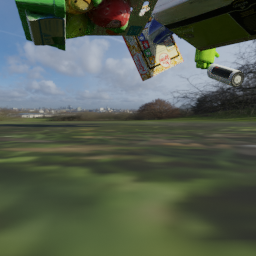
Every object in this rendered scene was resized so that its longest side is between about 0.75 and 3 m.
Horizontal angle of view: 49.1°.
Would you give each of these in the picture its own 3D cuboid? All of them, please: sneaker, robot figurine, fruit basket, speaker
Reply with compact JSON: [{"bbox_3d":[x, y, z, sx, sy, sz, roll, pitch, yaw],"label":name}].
[{"bbox_3d":[1.634,-3.436,9.171,0.983,2.434,1.406,-20,-53,44],"label":"sneaker"},{"bbox_3d":[3.058,-3.009,11.066,1.172,1.336,0.773,4,6,-34],"label":"robot figurine"},{"bbox_3d":[-0.819,-2.514,5.941,2.927,1.372,2.711,2,-10,-13],"label":"fruit basket"},{"bbox_3d":[3.587,-1.969,10.399,0.594,0.594,1.463,-1,23,-21],"label":"speaker"}]

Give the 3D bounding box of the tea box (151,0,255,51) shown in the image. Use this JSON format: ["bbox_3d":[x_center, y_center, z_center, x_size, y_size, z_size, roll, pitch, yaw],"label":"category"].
[{"bbox_3d":[2.270,-3.253,6.849,2.406,1.634,2.446,17,-11,-42],"label":"tea box"}]

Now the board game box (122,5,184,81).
[{"bbox_3d":[0.794,-3.054,9.833,1.764,2.329,0.539,-30,9,-30],"label":"board game box"}]
